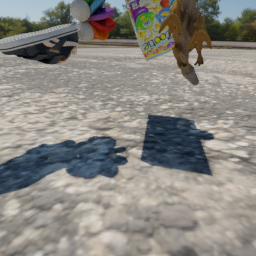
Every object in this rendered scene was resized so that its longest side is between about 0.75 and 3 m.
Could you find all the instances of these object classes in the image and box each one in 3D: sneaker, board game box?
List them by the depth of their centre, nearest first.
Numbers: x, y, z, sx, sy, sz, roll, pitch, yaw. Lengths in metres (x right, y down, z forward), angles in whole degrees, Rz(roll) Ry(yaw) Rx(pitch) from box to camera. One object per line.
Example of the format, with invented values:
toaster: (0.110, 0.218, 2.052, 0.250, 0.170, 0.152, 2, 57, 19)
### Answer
sneaker: (-2.346, -2.242, 7.917, 1.013, 1.025, 2.582, 15, 33, 35)
board game box: (0.796, -3.911, 10.035, 1.292, 2.508, 1.315, -21, 53, 5)

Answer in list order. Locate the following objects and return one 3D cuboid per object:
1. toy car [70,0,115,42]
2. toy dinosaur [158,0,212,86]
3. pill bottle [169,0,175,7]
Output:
toy car: (-0.989, -3.561, 8.933, 1.208, 1.611, 1.410, 14, 46, 22)
toy dinosaur: (0.617, -1.250, 3.041, 0.531, 1.756, 0.933, 3, 32, 7)
pill bottle: (1.407, -4.814, 10.853, 0.549, 0.992, 0.549, 34, 6, -4)
